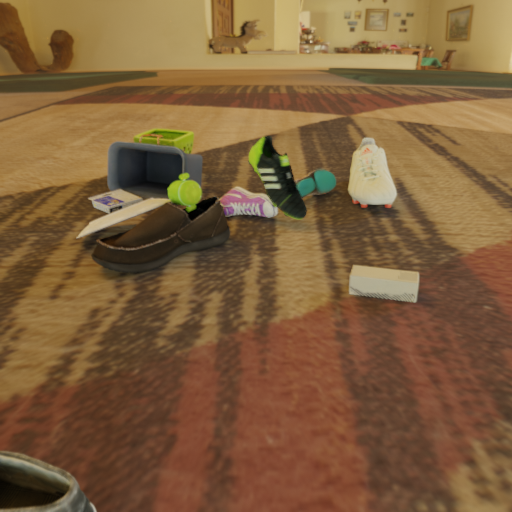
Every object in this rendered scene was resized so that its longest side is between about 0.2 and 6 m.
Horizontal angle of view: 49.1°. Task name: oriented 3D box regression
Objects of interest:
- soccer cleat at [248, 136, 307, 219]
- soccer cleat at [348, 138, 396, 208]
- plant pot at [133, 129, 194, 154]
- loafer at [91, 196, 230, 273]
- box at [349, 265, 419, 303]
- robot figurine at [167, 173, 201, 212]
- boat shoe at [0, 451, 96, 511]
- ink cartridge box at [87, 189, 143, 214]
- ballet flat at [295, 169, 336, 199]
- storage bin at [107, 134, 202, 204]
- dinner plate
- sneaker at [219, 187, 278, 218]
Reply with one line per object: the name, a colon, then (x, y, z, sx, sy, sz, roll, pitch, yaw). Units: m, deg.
soccer cleat: (0.539, -1.780, 12.726, 0.717, 0.861, 2.125, -16, 66, -39)
soccer cleat: (2.961, -2.203, 14.666, 1.142, 1.278, 3.296, 1, 24, 3)
plant pot: (-2.673, -2.981, 16.485, 1.358, 1.233, 1.352, 8, 25, 18)
loafer: (-1.876, -0.551, 11.142, 3.068, 1.095, 1.120, -22, 32, -40)
box: (2.209, 0.476, 9.697, 1.149, 0.393, 0.472, 7, 25, 16)
robot figurine: (-1.454, -1.279, 11.391, 0.506, 0.768, 0.875, -18, 16, -34)
boat shoe: (-2.773, 2.116, 5.209, 2.856, 1.013, 1.030, 5, 24, 10)
ink cartridge box: (-3.545, -1.369, 14.103, 0.993, 0.236, 1.005, -24, 31, -39)
ballet flat: (1.336, -1.865, 14.643, 0.671, 0.679, 1.994, -7, 7, 39)
storage bin: (-2.569, -2.390, 14.948, 2.285, 1.663, 1.535, 9, 15, 20)
dinner plate: (-2.793, -0.853, 11.810, 2.131, 0.258, 2.131, -22, 7, 3)
sneaker: (-0.271, -1.104, 13.246, 1.558, 0.565, 0.889, 20, 44, 40)
